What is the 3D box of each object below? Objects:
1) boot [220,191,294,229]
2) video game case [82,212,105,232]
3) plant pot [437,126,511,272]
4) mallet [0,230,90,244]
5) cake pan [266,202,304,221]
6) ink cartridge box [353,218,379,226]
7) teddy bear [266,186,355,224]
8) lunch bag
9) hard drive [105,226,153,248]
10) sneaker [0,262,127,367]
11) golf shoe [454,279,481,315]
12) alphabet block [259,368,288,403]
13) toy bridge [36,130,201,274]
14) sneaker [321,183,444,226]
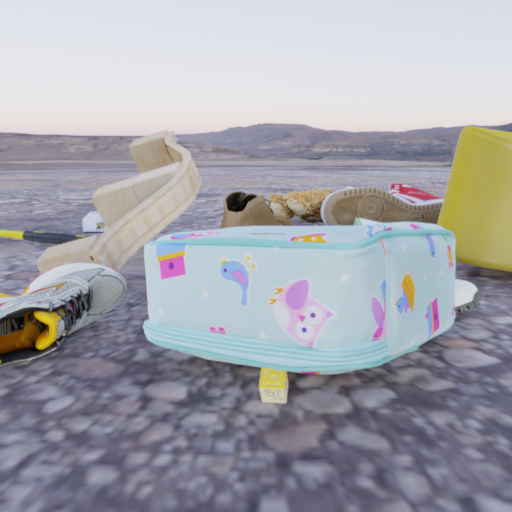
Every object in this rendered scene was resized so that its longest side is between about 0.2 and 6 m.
[{"bbox_3d":[0.134,-0.568,10.172,1.254,1.286,3.408,1,10,14],"label":"boot"},{"bbox_3d":[-3.464,-0.845,13.747,1.352,0.339,1.491,-2,12,-9],"label":"video game case"},{"bbox_3d":[4.252,-0.692,8.415,2.083,2.083,1.837,1,18,-25],"label":"plant pot"},{"bbox_3d":[-4.823,-0.447,11.602,3.075,0.633,1.013,5,8,-1],"label":"mallet"},{"bbox_3d":[1.471,-1.357,15.926,2.525,0.463,2.525,0,12,0],"label":"cake pan"},{"bbox_3d":[2.629,-0.231,10.208,1.585,0.380,1.153,10,23,-7],"label":"ink cartridge box"},{"bbox_3d":[1.559,-1.255,13.157,2.732,0.912,1.981,0,-5,-17],"label":"teddy bear"},{"bbox_3d":[0.525,0.286,5.657,2.483,1.193,3.095,0,2,34],"label":"lunch bag"},{"bbox_3d":[-2.452,-0.449,10.920,0.144,0.724,1.097,34,30,32],"label":"hard drive"},{"bbox_3d":[-2.120,0.658,5.783,0.824,0.781,2.006,14,27,35],"label":"sneaker"},{"bbox_3d":[1.776,0.268,7.073,2.053,0.904,0.792,5,12,17],"label":"golf shoe"},{"bbox_3d":[0.146,1.066,4.621,0.215,0.220,0.216,-1,44,8],"label":"alphabet block"},{"bbox_3d":[-1.829,-1.013,9.254,1.692,0.685,5.034,-15,28,13],"label":"toy bridge"},{"bbox_3d":[2.702,-0.936,12.028,3.402,1.212,1.913,4,14,-19],"label":"sneaker"}]
